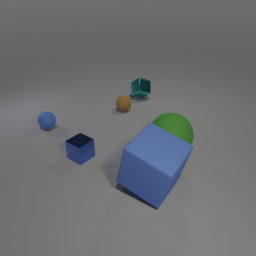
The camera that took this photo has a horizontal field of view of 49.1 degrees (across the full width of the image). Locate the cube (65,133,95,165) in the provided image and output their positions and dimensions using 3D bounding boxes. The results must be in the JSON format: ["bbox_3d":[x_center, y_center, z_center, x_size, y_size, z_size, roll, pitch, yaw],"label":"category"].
[{"bbox_3d":[-1.611,0.693,9.494,0.700,0.700,0.700,22,36,33],"label":"cube"}]

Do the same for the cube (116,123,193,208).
[{"bbox_3d":[0.714,0.993,7.688,1.400,1.400,1.400,30,43,18],"label":"cube"}]

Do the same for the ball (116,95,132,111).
[{"bbox_3d":[-0.183,-1.126,12.576,0.700,0.700,0.700,0,30,0],"label":"ball"}]

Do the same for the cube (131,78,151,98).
[{"bbox_3d":[0.630,-1.948,13.674,0.700,0.700,0.700,10,-18,-33],"label":"cube"}]

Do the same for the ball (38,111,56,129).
[{"bbox_3d":[-3.232,-0.313,11.167,0.700,0.700,0.700,0,30,0],"label":"ball"}]

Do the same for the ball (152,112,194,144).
[{"bbox_3d":[1.341,0.214,8.780,1.400,1.400,1.400,0,30,0],"label":"ball"}]
